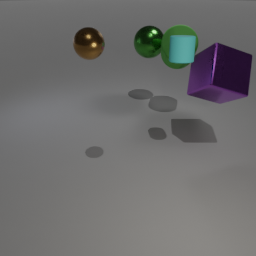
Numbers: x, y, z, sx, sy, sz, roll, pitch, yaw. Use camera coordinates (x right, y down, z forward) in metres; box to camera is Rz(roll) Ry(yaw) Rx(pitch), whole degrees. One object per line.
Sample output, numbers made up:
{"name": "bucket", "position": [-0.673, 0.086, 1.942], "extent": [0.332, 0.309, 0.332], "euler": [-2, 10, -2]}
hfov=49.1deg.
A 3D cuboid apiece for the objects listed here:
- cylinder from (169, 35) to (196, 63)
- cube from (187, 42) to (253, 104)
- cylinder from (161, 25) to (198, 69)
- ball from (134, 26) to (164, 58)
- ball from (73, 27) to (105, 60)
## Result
{"name": "cylinder", "position": [1.524, -2.228, 7.900], "extent": [0.700, 0.700, 0.700], "euler": [0, 22, 0]}
{"name": "cube", "position": [2.954, -1.713, 9.139], "extent": [1.400, 1.400, 1.400], "euler": [12, -9, -17]}
{"name": "cylinder", "position": [2.043, -3.231, 11.324], "extent": [1.400, 1.400, 1.400], "euler": [3, -2, 6]}
{"name": "ball", "position": [0.949, -3.820, 12.474], "extent": [1.400, 1.400, 1.400], "euler": [0, 28, 0]}
{"name": "ball", "position": [-0.867, -1.870, 6.219], "extent": [0.700, 0.700, 0.700], "euler": [0, 28, 0]}
